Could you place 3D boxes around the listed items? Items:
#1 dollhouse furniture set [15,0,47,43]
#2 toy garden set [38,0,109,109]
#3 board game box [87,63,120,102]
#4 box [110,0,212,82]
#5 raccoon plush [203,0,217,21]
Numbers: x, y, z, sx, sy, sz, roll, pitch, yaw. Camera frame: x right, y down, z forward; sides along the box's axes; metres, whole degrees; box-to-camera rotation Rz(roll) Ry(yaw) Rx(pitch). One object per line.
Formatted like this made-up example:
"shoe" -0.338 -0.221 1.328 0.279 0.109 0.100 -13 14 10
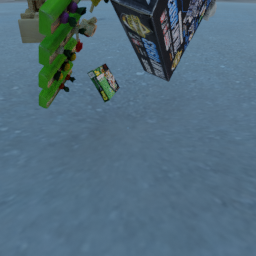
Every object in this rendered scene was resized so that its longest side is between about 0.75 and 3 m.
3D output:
"dollhouse furniture set" -1.314 -3.076 5.391 1.575 2.371 2.078 -5 37 -9
"toy garden set" -0.820 -1.521 4.695 0.445 2.230 1.859 27 59 -3
"board game box" -0.472 -0.976 5.831 0.148 0.659 1.258 -25 13 15
"box" 0.741 -1.933 3.555 0.557 2.227 2.244 29 1 15
"raccoon plush" 0.702 -3.378 6.490 1.905 1.376 2.844 34 0 33
